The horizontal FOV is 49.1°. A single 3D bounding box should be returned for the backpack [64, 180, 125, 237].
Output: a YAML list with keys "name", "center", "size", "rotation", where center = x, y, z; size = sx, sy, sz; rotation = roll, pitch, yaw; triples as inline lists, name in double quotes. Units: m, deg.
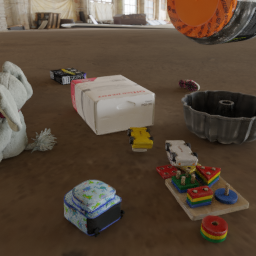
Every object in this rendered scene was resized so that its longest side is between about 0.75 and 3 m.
- name: "backpack"
  center: [-0.646, 1.288, 4.832]
  size: [0.897, 0.659, 0.820]
  rotation: [14, 23, 38]

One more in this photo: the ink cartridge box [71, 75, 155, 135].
- name: "ink cartridge box"
  center: [-0.593, -0.870, 9.176]
  size: [1.949, 1.101, 2.661]
  rotation: [-10, 26, -22]

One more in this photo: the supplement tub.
- name: "supplement tub"
  center: [1.148, -1.473, 3.318]
  size: [0.913, 0.913, 1.490]
  rotation: [18, 27, 35]

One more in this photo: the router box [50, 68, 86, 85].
- name: "router box"
  center: [-3.006, -2.612, 14.008]
  size: [1.278, 0.424, 1.625]
  rotation: [-15, 28, -31]

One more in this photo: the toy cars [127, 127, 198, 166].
- name: "toy cars"
  center: [0.741, 0.514, 6.745]
  size: [2.259, 0.500, 1.013]
  rotation: [20, 26, 39]

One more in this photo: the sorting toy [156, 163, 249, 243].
- name: "sorting toy"
  center: [1.480, 1.115, 5.530]
  size: [1.184, 0.415, 2.455]
  rotation: [-7, 24, -15]

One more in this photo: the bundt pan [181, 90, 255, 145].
- name: "bundt pan"
  center: [2.781, -0.310, 8.112]
  size: [2.541, 0.953, 2.541]
  rotation: [0, 25, 0]

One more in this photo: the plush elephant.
- name: "plush elephant"
  center: [-3.226, -0.359, 6.681]
  size: [2.804, 2.171, 2.309]
  rotation: [-6, 24, -13]

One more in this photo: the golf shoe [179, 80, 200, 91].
- name: "golf shoe"
  center: [2.819, -1.945, 12.478]
  size: [0.558, 0.440, 1.211]
  rotation: [-12, 26, -25]
